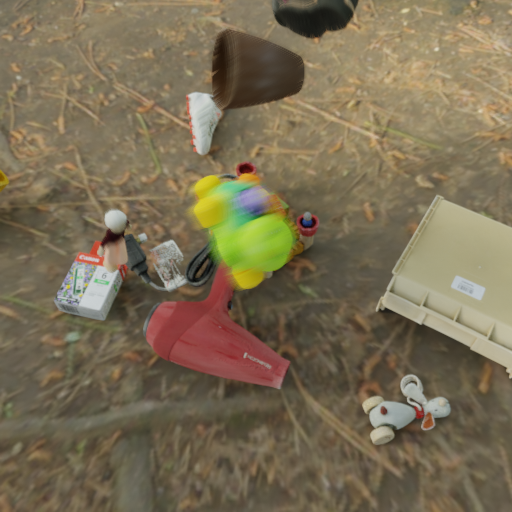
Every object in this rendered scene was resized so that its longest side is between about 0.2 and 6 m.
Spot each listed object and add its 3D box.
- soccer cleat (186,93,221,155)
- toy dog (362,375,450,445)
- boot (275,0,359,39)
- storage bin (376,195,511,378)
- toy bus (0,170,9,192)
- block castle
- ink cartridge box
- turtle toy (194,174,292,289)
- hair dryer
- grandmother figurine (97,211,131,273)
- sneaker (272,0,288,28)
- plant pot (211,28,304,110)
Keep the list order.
[{"bbox_3d":[-1.199,-3.211,13.301,0.807,0.721,2.081,-5,51,-7],"label":"soccer cleat"},{"bbox_3d":[2.429,2.475,9.079,1.470,0.708,0.970,-28,58,-19],"label":"toy dog"},{"bbox_3d":[1.407,-4.946,10.442,1.517,0.850,2.194,-56,37,-2],"label":"boot"},{"bbox_3d":[3.917,0.528,10.226,2.576,1.207,2.558,27,59,18],"label":"storage bin"},{"bbox_3d":[-6.222,-0.986,11.189,1.340,2.594,2.448,45,55,-9],"label":"toy bus"},{"bbox_3d":[-0.031,-0.813,11.268,1.550,1.089,2.320,-34,61,-22],"label":"block castle"},{"bbox_3d":[-3.068,0.348,10.812,0.932,0.430,1.710,11,55,8],"label":"ink cartridge box"},{"bbox_3d":[-0.090,-0.413,8.440,1.124,1.620,2.223,-26,27,8],"label":"turtle toy"},{"bbox_3d":[-0.657,0.600,9.746,2.997,1.069,3.935,-29,76,2],"label":"hair dryer"},{"bbox_3d":[-1.758,-0.226,7.054,0.296,0.976,0.592,23,53,3],"label":"grandmother figurine"},{"bbox_3d":[0.844,-5.561,11.911,1.141,2.840,1.226,32,80,-8],"label":"sneaker"},{"bbox_3d":[0.080,-3.583,10.964,1.592,1.488,1.488,-2,52,-19],"label":"plant pot"}]
